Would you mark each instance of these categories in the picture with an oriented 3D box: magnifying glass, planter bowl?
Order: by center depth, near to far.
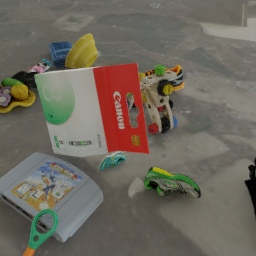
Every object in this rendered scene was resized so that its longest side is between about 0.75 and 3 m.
[{"bbox_3d":[-1.929,2.353,5.820,0.549,0.154,1.379,16,66,22],"label":"magnifying glass"},{"bbox_3d":[-1.852,-3.118,12.123,0.744,1.785,1.785,40,47,3],"label":"planter bowl"}]

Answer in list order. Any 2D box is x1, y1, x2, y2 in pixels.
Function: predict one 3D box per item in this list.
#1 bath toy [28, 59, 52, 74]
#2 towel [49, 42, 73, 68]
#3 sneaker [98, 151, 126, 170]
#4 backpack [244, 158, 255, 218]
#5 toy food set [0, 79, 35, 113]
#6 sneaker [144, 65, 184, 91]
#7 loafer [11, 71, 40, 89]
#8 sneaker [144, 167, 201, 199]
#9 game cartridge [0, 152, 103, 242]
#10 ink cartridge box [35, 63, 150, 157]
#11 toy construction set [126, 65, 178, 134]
[{"bbox_3d":[-3.852,-2.550,12.051,0.551,0.468,1.267,-18,26,36],"label":"bath toy"},{"bbox_3d":[-3.045,-3.514,13.157,1.146,0.498,2.053,-11,38,-14],"label":"towel"},{"bbox_3d":[-0.446,0.941,7.858,0.865,0.335,0.344,-27,55,-30],"label":"sneaker"},{"bbox_3d":[3.719,1.569,6.147,1.960,1.487,2.349,14,43,13],"label":"backpack"},{"bbox_3d":[-4.817,-1.436,10.323,2.713,0.886,1.596,11,40,13],"label":"toy food set"},{"bbox_3d":[1.052,-1.946,10.956,2.357,0.910,0.923,-8,41,-7],"label":"sneaker"},{"bbox_3d":[-3.970,-1.847,11.064,1.918,0.673,0.651,10,52,39],"label":"loafer"},{"bbox_3d":[1.098,1.508,7.042,1.492,0.582,0.635,12,47,28],"label":"sneaker"},{"bbox_3d":[-1.964,1.536,7.014,2.511,0.521,1.672,23,48,25],"label":"game cartridge"},{"bbox_3d":[-0.964,-0.360,7.089,2.843,2.288,0.712,3,21,35],"label":"ink cartridge box"},{"bbox_3d":[0.346,-1.150,9.029,2.712,2.084,2.262,-6,39,-6],"label":"toy construction set"}]
